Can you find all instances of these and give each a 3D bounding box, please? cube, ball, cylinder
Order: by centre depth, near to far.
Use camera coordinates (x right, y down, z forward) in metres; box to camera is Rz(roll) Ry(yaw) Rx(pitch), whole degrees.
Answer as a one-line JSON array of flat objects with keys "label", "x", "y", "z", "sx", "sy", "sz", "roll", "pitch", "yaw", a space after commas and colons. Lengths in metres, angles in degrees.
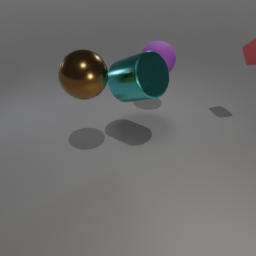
[{"label": "ball", "x": -1.257, "y": -1.503, "z": 7.936, "sx": 1.400, "sy": 1.400, "sz": 1.400, "roll": 0, "pitch": 31, "yaw": 0}, {"label": "cylinder", "x": 0.312, "y": -1.545, "z": 8.666, "sx": 1.400, "sy": 1.400, "sz": 1.400, "roll": -26, "pitch": 16, "yaw": -36}, {"label": "cube", "x": 4.553, "y": -2.653, "z": 9.740, "sx": 0.700, "sy": 0.700, "sz": 0.700, "roll": -7, "pitch": -9, "yaw": -19}, {"label": "ball", "x": 1.207, "y": -2.755, "z": 11.197, "sx": 1.400, "sy": 1.400, "sz": 1.400, "roll": 0, "pitch": 31, "yaw": 0}]
